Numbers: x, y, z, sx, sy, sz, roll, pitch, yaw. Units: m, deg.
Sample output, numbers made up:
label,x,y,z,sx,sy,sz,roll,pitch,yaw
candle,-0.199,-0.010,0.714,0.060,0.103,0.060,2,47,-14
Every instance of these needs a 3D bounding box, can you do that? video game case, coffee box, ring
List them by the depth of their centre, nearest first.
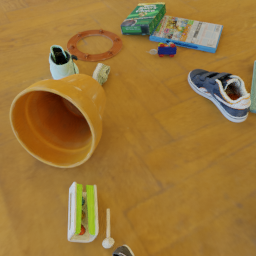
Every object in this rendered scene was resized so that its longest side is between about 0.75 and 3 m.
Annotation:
label,x,y,z,sx,sy,sz,roll,pitch,yaw
ring,-1.479,-3.768,12.427,2.489,0.239,2.489,0,48,0
video game case,2.736,-4.411,12.977,2.969,0.264,2.125,16,51,13
coffee box,0.766,-5.236,13.347,1.487,0.532,2.419,10,48,25

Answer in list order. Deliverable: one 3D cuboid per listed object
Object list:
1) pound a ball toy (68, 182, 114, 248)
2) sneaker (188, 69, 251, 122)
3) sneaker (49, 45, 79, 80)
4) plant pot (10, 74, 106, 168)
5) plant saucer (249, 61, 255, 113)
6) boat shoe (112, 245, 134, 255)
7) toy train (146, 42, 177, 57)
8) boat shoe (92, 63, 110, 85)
label,x,y,z,sx,sy,sz,roll,pitch,yaw
pound a ball toy,-0.961,2.215,6.954,1.021,0.665,1.566,13,44,-24
sneaker,3.225,-1.510,9.852,1.110,1.124,2.830,-24,51,-18
sneaker,-2.370,-2.451,10.239,1.047,1.679,2.846,-16,44,-12
plant pot,-1.721,-0.487,8.266,2.469,2.469,2.261,12,34,11
plant saucer,5.101,-1.493,10.388,1.042,0.283,2.979,16,49,14
boat shoe,0.162,3.142,6.083,0.375,0.440,1.315,-7,38,-47
toy train,1.397,-3.422,11.964,1.277,0.540,0.739,1,38,1
boat shoe,-1.019,-1.962,10.609,0.495,0.574,1.595,6,46,3
